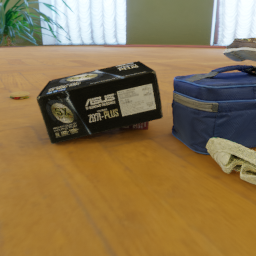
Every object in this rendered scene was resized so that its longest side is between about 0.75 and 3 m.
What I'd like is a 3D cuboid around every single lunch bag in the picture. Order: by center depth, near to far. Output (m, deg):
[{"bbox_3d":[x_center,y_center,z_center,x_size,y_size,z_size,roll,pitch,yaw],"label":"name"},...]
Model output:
[{"bbox_3d":[2.648,-0.643,7.287,2.857,1.890,1.941,-8,22,-18],"label":"lunch bag"}]

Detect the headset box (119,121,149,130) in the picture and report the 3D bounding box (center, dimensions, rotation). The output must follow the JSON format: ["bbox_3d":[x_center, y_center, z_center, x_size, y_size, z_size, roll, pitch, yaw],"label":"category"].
[{"bbox_3d":[0.235,-0.235,8.416,0.960,0.360,0.714,2,20,4],"label":"headset box"}]

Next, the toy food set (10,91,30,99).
[{"bbox_3d":[-4.558,-1.378,11.799,0.802,0.195,0.794,-8,22,-22],"label":"toy food set"}]

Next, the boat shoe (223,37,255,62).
[{"bbox_3d":[2.932,-1.889,6.615,0.625,0.518,1.739,29,6,-18],"label":"boat shoe"}]

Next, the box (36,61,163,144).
[{"bbox_3d":[-0.787,-0.878,8.012,2.994,1.289,2.452,-13,20,-3],"label":"box"}]

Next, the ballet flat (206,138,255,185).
[{"bbox_3d":[2.272,0.702,5.568,0.679,0.679,1.892,-17,26,-39],"label":"ballet flat"}]
